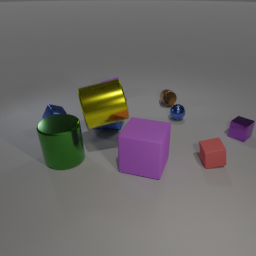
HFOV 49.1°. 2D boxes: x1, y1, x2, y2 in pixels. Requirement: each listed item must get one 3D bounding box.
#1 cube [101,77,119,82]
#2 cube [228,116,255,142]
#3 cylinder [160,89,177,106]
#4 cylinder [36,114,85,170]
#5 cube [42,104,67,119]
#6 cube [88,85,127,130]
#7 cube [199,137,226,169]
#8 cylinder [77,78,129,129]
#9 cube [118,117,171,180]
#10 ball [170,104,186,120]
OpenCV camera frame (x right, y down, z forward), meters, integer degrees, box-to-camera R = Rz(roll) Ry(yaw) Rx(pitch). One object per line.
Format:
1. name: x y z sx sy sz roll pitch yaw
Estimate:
1. cube: -0.881 -2.222 14.720 0.700 0.700 0.700 -4 17 36
2. cube: 4.486 0.029 11.106 0.700 0.700 0.700 25 37 38
3. cylinder: 1.988 -1.524 13.891 0.700 0.700 0.700 -3 18 -5
4. cylinder: -2.239 0.447 9.478 1.400 1.400 1.400 -3 31 2
5. cube: -3.053 -0.485 11.719 0.700 0.700 0.700 8 31 -45
6. cube: -1.002 -0.868 11.784 1.400 1.400 1.400 3 26 -19
7. cube: 2.838 0.841 9.402 0.700 0.700 0.700 -11 32 3
8. cylinder: -0.814 -0.798 9.285 1.400 1.400 1.400 -15 30 -5
9. cube: 0.560 0.628 9.219 1.400 1.400 1.400 9 29 17
10. ball: 2.200 -0.711 12.431 0.700 0.700 0.700 0 28 0
